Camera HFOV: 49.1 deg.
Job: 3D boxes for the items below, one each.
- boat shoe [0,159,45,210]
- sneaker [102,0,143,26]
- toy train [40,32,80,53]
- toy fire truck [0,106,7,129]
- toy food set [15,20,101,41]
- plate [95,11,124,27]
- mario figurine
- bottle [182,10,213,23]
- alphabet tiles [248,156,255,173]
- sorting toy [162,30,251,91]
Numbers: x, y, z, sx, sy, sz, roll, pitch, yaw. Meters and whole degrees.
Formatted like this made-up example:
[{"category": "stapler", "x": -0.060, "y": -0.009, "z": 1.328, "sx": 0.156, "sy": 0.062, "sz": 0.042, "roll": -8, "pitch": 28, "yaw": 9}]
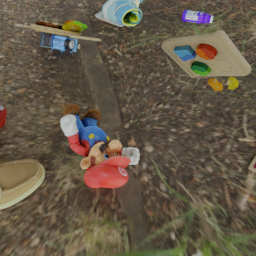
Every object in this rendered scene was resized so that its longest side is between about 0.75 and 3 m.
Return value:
[{"category": "boat shoe", "x": -3.282, "y": 1.274, "z": 6.151, "sx": 2.808, "sy": 0.932, "sz": 1.039, "roll": -19, "pitch": 50, "yaw": -17}, {"category": "sneaker", "x": 0.277, "y": -5.116, "z": 11.921, "sx": 2.465, "sy": 0.980, "sz": 1.609, "roll": -41, "pitch": 59, "yaw": -20}, {"category": "toy train", "x": -2.516, "y": -3.147, "z": 10.380, "sx": 1.415, "sy": 0.613, "sz": 0.808, "roll": 13, "pitch": 13, "yaw": 9}, {"category": "toy fire truck", "x": -4.229, "y": -0.172, "z": 7.351, "sx": 1.898, "sy": 1.064, "sz": 1.594, "roll": 2, "pitch": 44, "yaw": -3}, {"category": "toy food set", "x": -2.639, "y": -3.864, "z": 10.572, "sx": 2.920, "sy": 0.586, "sz": 2.016, "roll": 18, "pitch": 19, "yaw": 22}, {"category": "plate", "x": -0.435, "y": -5.014, "z": 12.544, "sx": 1.546, "sy": 0.250, "sz": 1.549, "roll": 29, "pitch": 53, "yaw": 23}, {"category": "mario figurine", "x": -0.649, "y": 0.273, "z": 6.813, "sx": 1.619, "sy": 1.390, "sz": 2.622, "roll": -20, "pitch": 48, "yaw": -18}, {"category": "bottle", "x": 3.047, "y": -4.840, "z": 12.257, "sx": 1.303, "sy": 0.425, "sz": 0.544, "roll": 14, "pitch": 47, "yaw": 13}, {"category": "alphabet tiles", "x": 4.559, "y": 1.241, "z": 6.759, "sx": 2.867, "sy": 0.108, "sz": 2.397, "roll": 31, "pitch": 54, "yaw": 25}, {"category": "sorting toy", "x": 1.048, "y": -0.754, "z": 3.505, "sx": 0.853, "sy": 1.145, "sz": 0.153, "roll": 8, "pitch": 70, "yaw": 51}]
